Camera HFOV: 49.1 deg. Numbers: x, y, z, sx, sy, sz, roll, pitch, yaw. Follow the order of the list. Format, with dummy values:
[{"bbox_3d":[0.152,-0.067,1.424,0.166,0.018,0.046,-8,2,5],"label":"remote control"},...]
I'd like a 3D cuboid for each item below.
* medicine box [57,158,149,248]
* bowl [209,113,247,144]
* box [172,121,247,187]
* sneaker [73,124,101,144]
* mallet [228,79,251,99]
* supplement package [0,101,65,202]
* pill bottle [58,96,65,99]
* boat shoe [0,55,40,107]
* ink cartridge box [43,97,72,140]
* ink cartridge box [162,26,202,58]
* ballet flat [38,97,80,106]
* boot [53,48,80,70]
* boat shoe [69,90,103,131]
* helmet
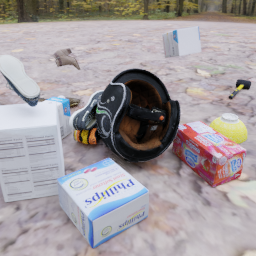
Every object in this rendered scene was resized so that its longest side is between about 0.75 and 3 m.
[{"bbox_3d":[-0.645,1.766,7.048,1.637,0.925,1.797,-19,33,-32],"label":"medicine box"},{"bbox_3d":[3.878,-0.088,10.816,1.502,0.808,1.502,0,26,0],"label":"bowl"},{"bbox_3d":[2.478,0.728,8.920,1.107,1.060,2.221,-12,29,-22],"label":"box"},{"bbox_3d":[-0.918,-0.108,10.858,1.146,0.890,2.546,18,38,27],"label":"sneaker"},{"bbox_3d":[5.881,-2.115,15.251,0.795,0.496,2.413,24,39,38],"label":"mallet"},{"bbox_3d":[-2.722,0.603,7.912,1.654,2.196,1.666,-6,28,-12],"label":"supplement package"},{"bbox_3d":[-2.977,-1.011,12.618,0.528,0.528,0.950,-7,49,-14],"label":"pill bottle"},{"bbox_3d":[-2.864,-1.259,7.346,1.734,0.536,0.649,43,52,18],"label":"boat shoe"},{"bbox_3d":[-2.976,-0.127,10.177,0.832,1.441,1.973,14,29,23],"label":"ink cartridge box"},{"bbox_3d":[1.539,-2.478,8.151,0.718,0.721,0.983,-14,14,-15],"label":"ink cartridge box"},{"bbox_3d":[-3.410,-1.152,13.308,2.287,0.530,0.770,-2,-9,-15],"label":"ballet flat"},{"bbox_3d":[-2.974,-3.180,13.429,0.928,1.269,0.446,-32,15,-14],"label":"boot"},{"bbox_3d":[-1.183,-0.625,10.205,0.685,0.858,2.270,7,44,31],"label":"boat shoe"},{"bbox_3d":[0.237,-0.458,9.297,2.830,2.830,2.698,-5,24,-11],"label":"helmet"}]
